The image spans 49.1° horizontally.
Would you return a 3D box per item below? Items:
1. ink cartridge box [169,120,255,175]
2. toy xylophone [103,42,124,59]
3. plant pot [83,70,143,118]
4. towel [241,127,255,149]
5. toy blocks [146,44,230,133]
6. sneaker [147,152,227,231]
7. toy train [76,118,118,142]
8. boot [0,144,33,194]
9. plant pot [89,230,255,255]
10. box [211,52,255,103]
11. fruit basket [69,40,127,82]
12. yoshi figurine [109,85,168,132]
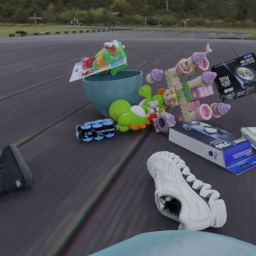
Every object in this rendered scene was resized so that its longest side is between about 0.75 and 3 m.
[{"bbox_3d":[2.514,0.453,8.193,1.276,0.503,2.566,-14,27,-33],"label":"ink cartridge box"},{"bbox_3d":[-0.482,-2.571,9.296,0.556,0.191,0.760,19,-13,30],"label":"toy xylophone"},{"bbox_3d":[-0.503,-1.285,10.884,2.282,1.537,2.282,-6,19,2],"label":"plant pot"},{"bbox_3d":[5.015,0.498,8.356,2.660,0.408,1.984,-1,24,-8],"label":"towel"},{"bbox_3d":[2.112,-1.269,9.283,2.495,2.332,2.101,-12,-4,-30],"label":"toy blocks"},{"bbox_3d":[0.917,1.245,5.871,0.972,0.901,2.399,-18,26,-18],"label":"sneaker"},{"bbox_3d":[-1.041,0.058,9.085,1.356,0.588,0.774,-11,16,-19],"label":"toy train"},{"bbox_3d":[-3.487,1.124,6.417,2.111,0.693,1.740,-19,27,-29],"label":"boot"},{"bbox_3d":[0.234,2.110,2.086,2.273,2.279,2.322,-12,15,-27],"label":"plant pot"},{"bbox_3d":[3.958,-1.798,10.086,1.568,1.284,0.675,-17,-25,12],"label":"box"},{"bbox_3d":[-1.235,-2.752,11.509,2.338,1.096,2.165,-13,32,6],"label":"fruit basket"},{"bbox_3d":[0.347,-0.731,10.094,1.465,1.471,2.617,-1,19,43],"label":"yoshi figurine"}]
